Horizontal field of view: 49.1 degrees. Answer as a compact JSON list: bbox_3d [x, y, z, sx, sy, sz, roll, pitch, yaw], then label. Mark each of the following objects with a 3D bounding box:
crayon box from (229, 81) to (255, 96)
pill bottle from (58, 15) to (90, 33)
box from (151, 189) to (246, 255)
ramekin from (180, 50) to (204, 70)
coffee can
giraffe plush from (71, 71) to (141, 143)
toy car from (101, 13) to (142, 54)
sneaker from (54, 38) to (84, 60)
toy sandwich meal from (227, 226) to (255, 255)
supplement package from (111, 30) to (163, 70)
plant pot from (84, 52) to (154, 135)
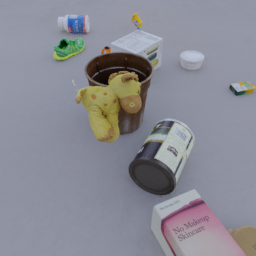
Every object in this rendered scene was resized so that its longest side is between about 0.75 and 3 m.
[{"bbox_3d":[5.404,-1.869,13.170,1.031,0.266,0.648,-10,43,-10],"label":"crayon box"},{"bbox_3d":[-3.449,-6.635,17.832,1.866,1.047,1.047,2,42,4],"label":"pill bottle"},{"bbox_3d":[1.704,2.918,7.227,1.379,1.175,2.156,-18,45,-19],"label":"box"},{"bbox_3d":[3.355,-3.554,14.785,1.245,0.580,1.245,0,42,0],"label":"ramekin"},{"bbox_3d":[1.155,0.905,9.185,1.538,1.538,2.101,18,45,19],"label":"coffee can"},{"bbox_3d":[-0.350,-0.803,7.877,1.686,2.079,1.794,-26,22,8],"label":"giraffe plush"},{"bbox_3d":[-0.340,-4.464,14.466,1.393,2.840,0.945,-10,55,-38],"label":"toy car"},{"bbox_3d":[-3.243,-4.578,15.634,0.841,0.949,2.271,22,46,23],"label":"sneaker"},{"bbox_3d":[3.270,3.257,7.427,1.435,0.491,1.435,2,43,-2],"label":"toy sandwich meal"},{"bbox_3d":[0.444,-3.646,14.095,1.614,1.626,2.143,30,50,29],"label":"supplement package"},{"bbox_3d":[-0.295,-1.247,10.846,2.512,2.486,2.512,0,42,0],"label":"plant pot"}]
